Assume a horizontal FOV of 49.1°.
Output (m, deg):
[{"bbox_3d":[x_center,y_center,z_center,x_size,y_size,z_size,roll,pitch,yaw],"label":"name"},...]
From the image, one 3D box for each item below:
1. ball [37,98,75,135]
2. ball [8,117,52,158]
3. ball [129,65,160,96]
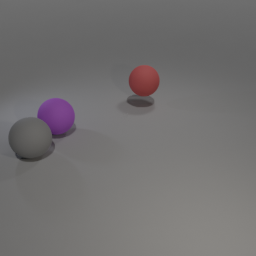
[{"bbox_3d":[-2.748,-0.449,10.740,1.400,1.400,1.400,0,30,0],"label":"ball"},{"bbox_3d":[-3.303,0.325,9.505,1.400,1.400,1.400,0,30,0],"label":"ball"},{"bbox_3d":[0.729,-2.131,12.677,1.400,1.400,1.400,0,30,0],"label":"ball"}]
